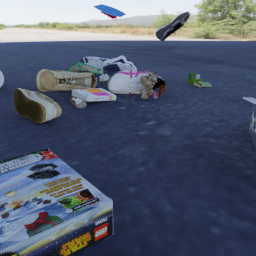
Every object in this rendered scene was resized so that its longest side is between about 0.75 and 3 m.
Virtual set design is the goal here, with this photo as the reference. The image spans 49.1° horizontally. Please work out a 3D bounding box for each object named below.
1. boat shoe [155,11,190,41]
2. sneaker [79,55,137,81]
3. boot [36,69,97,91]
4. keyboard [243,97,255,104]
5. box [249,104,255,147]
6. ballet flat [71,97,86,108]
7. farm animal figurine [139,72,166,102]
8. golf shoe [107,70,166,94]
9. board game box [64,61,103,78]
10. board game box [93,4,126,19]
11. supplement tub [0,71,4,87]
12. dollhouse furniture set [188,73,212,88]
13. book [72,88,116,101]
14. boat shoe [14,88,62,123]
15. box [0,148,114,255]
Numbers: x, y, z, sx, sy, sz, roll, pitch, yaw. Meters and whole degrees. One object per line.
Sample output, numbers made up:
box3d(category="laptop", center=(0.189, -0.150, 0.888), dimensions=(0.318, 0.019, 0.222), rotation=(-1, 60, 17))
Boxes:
box3d(category="boat shoe", center=(1.416, -3.051, 8.505), dimensions=(1.251, 0.418, 0.357), rotation=(-33, 69, -2))
box3d(category="sneaker", center=(-0.835, -2.911, 13.483), dimensions=(2.751, 1.098, 1.790), rotation=(5, 20, 12))
box3d(category="boot", center=(-2.284, -1.790, 10.781), dimensions=(1.765, 0.827, 2.271), rotation=(5, 9, 12))
box3d(category="keyboard", center=(4.420, -0.860, 9.501), dimensions=(0.382, 0.072, 1.357), rotation=(2, 20, -10))
box3d(category="box", center=(3.770, 0.307, 5.351), dimensions=(2.355, 0.762, 2.986), rotation=(7, 22, 15))
box3d(category="ballet flat", center=(-1.641, -0.840, 9.055), dimensions=(0.286, 0.283, 0.841), rotation=(-48, 36, -17))
box3d(category="farm animal figurine", center=(0.758, -1.460, 10.164), dimensions=(1.111, 1.099, 0.579), rotation=(-16, -14, -43))
box3d(category="golf shoe", center=(0.351, -1.759, 10.698), dimensions=(2.431, 0.883, 1.120), rotation=(-15, 25, -34))
box3d(category="board game box", center=(-1.941, -2.315, 11.777), dimensions=(1.129, 0.244, 1.678), rotation=(13, -11, -33))
box3d(category="board game box", center=(-0.681, -4.203, 10.306), dimensions=(1.062, 0.262, 1.345), rotation=(23, 32, 3))
box3d(category="supplement tub", center=(-5.693, -2.116, 11.530), dimensions=(0.962, 0.962, 1.327), rotation=(-11, 23, -27))
box3d(category="dollhouse furniture set", center=(3.133, -2.093, 12.151), dimensions=(0.633, 0.485, 0.966), rotation=(-7, 22, -17))
box3d(category="book", center=(-1.143, -1.122, 9.580), dimensions=(1.278, 0.307, 0.854), rotation=(-8, 24, -45))
box3d(category="boat shoe", center=(-2.655, -0.656, 8.086), dimensions=(0.703, 0.783, 2.117), rotation=(-9, 27, -41))
box3d(category="box", center=(-1.913, 1.156, 3.350), dimensions=(2.907, 0.580, 1.991), rotation=(-15, 25, -35))
